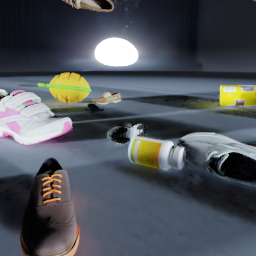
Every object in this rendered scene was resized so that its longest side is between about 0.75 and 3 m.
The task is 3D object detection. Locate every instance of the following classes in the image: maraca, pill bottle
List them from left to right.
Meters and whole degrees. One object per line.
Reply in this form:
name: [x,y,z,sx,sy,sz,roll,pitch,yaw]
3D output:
maraca: [-2.957,-1.887,13.072,2.611,1.397,1.790,9,3,25]
pill bottle: [0.556,0.487,5.324,1.000,0.555,0.555,9,16,30]

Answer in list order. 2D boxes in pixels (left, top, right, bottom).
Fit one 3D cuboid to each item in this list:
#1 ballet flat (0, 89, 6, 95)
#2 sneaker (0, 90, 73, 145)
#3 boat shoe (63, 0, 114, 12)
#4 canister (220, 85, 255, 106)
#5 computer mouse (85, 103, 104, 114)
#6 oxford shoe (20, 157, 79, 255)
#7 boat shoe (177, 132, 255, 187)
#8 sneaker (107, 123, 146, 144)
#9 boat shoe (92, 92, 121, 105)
ballet flat: [-4.405,-0.816,9.526,1.050,0.972,2.977,8,9,-35]
sneaker: [-2.651,-0.338,7.242,2.767,1.220,1.125,7,16,26]
boat shoe: [-1.537,-4.118,8.550,2.410,0.870,0.868,14,33,-27]
canister: [5.193,-1.430,12.285,2.172,0.940,1.613,3,14,16]
computer mouse: [-1.433,-0.729,10.993,0.666,0.218,0.948,-11,25,-34]
oxford shoe: [-0.977,0.904,3.409,0.655,0.667,1.840,-4,15,-17]
boat shoe: [1.693,0.532,4.863,1.978,0.690,0.704,13,14,32]
sneaker: [-0.148,0.119,7.126,0.603,0.443,1.332,8,12,39]
boat shoe: [-0.972,-1.385,12.886,1.447,0.534,0.547,-11,18,-37]
